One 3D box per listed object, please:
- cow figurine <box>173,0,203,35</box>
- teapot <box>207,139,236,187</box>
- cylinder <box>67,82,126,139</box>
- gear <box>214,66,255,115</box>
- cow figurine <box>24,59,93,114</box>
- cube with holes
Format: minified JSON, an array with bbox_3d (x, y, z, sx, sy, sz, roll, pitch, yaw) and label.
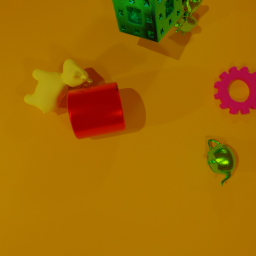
[{"bbox_3d":[1.619,-3.337,7.935,0.646,1.159,1.178,7,40,-28],"label":"cow figurine"},{"bbox_3d":[2.432,0.898,7.439,0.657,0.834,1.341,-12,67,-7],"label":"teapot"},{"bbox_3d":[-0.804,-0.452,7.341,1.305,1.305,1.305,-11,85,-1],"label":"cylinder"},{"bbox_3d":[3.132,-1.058,7.926,1.346,0.249,1.346,0,85,0],"label":"gear"},{"bbox_3d":[-1.841,-1.084,7.519,1.576,0.879,1.602,19,88,20],"label":"cow figurine"},{"bbox_3d":[0.483,-3.043,6.765,1.194,1.194,1.194,25,63,27],"label":"cube with holes"}]
